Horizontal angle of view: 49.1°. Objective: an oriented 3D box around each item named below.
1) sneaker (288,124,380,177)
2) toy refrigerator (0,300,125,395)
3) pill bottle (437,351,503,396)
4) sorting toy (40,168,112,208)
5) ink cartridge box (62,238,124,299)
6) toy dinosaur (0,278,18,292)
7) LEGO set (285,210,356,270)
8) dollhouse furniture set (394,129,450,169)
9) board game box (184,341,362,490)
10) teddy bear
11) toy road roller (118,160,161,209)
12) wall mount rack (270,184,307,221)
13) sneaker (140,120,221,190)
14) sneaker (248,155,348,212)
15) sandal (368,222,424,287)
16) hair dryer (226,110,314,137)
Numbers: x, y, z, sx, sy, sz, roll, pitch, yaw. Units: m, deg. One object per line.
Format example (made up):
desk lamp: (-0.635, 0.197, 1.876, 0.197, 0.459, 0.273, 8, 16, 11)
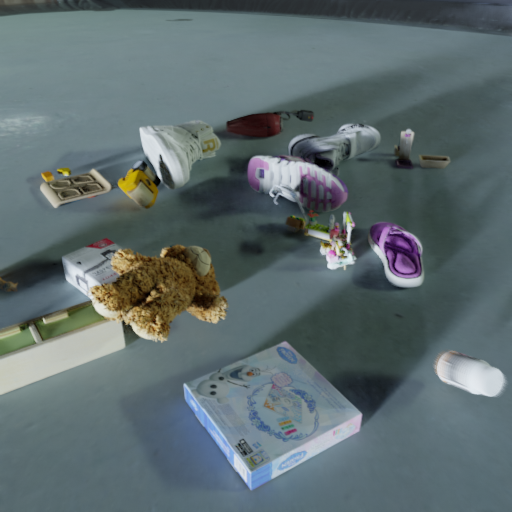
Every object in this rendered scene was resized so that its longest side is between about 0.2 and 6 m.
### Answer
sneaker: (2.220, -2.739, 14.807, 2.541, 0.955, 1.460, -10, 33, -6)
toy refrigerator: (-3.065, 1.287, 8.484, 1.938, 0.678, 0.736, -19, 36, -27)
pill bottle: (2.924, 1.617, 7.676, 0.466, 0.466, 0.801, -16, 12, -24)
sorting toy: (-4.558, -1.759, 13.881, 1.427, 0.256, 1.916, -23, 38, -25)
ink cartridge box: (-2.705, 0.307, 10.176, 1.363, 0.568, 0.990, 27, 41, 36)
toy dinosaur: (-5.106, 0.268, 10.433, 1.034, 0.588, 1.947, -2, 32, -47)
LEGO set: (1.435, -0.572, 11.396, 0.971, 0.786, 2.111, -13, 34, -20)
dollhouse furniture set: (4.515, -2.998, 15.127, 1.406, 0.998, 1.114, 4, 32, 7)
board game box: (0.190, 2.038, 7.552, 1.727, 0.376, 1.736, -18, 36, -27)
teddy bear: (-1.434, 0.460, 8.978, 1.973, 0.909, 2.722, 30, 26, 31)
toy road roller: (-2.795, -1.581, 13.047, 0.859, 0.723, 1.177, -24, 38, 24)
wall mount rack: (0.770, -1.190, 12.296, 0.890, 0.382, 1.024, 28, -5, 15)
sneaker: (-1.780, -2.825, 14.625, 1.952, 1.244, 3.378, -14, 33, -16)
sneaker: (1.111, -1.859, 13.334, 2.654, 1.067, 1.173, 23, 31, 34)
sandal: (2.829, -0.202, 10.999, 0.947, 0.572, 2.326, -2, 32, -3)
hair dryer: (0.295, -4.116, 17.515, 2.657, 0.722, 2.023, -13, 17, -28)
